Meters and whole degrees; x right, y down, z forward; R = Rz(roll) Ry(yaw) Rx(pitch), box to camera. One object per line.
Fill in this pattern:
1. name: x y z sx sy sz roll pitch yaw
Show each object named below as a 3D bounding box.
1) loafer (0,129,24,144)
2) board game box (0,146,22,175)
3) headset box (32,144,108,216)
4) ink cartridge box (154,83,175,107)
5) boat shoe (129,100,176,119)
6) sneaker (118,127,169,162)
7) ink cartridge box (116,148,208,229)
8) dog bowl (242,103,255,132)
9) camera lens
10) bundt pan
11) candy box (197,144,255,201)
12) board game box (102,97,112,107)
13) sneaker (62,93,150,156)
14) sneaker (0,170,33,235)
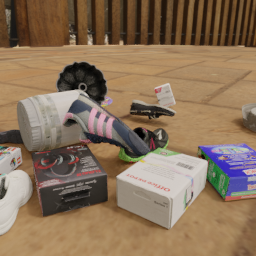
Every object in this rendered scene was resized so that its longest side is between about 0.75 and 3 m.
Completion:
1. loafer: -3.670 0.238 8.801 1.300 0.467 0.409 -4 17 -3
2. board game box: -3.939 1.137 6.251 1.786 0.490 2.829 5 21 10
3. headset box: -1.302 1.092 6.143 1.371 0.692 1.845 -8 22 -21
4. ink cartridge box: 1.597 -1.381 12.101 0.663 0.916 0.386 -17 14 13
5. boat shoe: 0.874 -0.603 10.470 1.928 0.582 0.712 16 -5 32
6. sneaker: 0.534 0.336 7.971 0.753 0.822 1.961 16 26 37
7. ink cartridge box: 0.746 1.158 5.913 1.258 0.730 1.738 14 25 33
8. dog bowl: 5.158 -0.321 9.997 2.147 0.629 2.147 -1 21 0
9. camera lens: -2.075 -0.241 8.366 2.022 1.617 1.617 -14 25 -32
10. bundt pan: -1.967 -1.637 11.662 2.171 2.171 0.815 -9 3 -22
11. candy box: 2.559 0.963 6.599 1.360 0.620 1.609 -2 20 -10
12. board game box: -2.098 -1.499 13.276 2.689 0.524 2.125 5 21 13
13. sneaker: -0.603 0.145 7.001 2.525 1.036 0.886 35 -7 30
14. sneaker: -2.396 1.211 5.625 0.712 0.837 1.891 -3 21 -6
